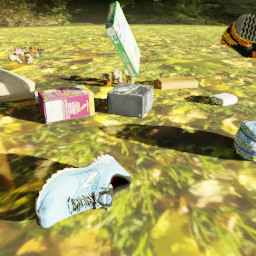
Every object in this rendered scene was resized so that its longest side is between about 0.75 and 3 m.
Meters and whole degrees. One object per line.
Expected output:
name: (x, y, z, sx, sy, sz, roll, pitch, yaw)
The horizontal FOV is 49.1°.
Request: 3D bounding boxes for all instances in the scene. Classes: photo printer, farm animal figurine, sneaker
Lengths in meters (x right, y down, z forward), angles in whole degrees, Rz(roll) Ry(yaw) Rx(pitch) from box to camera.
photo printer: (4.340, -1.298, 12.532, 0.929, 0.323, 0.773, -13, 28, -25)
farm animal figurine: (-0.522, -2.755, 14.966, 1.656, 0.864, 1.638, -4, 26, -9)
sneaker: (-0.869, 1.385, 6.181, 1.123, 0.979, 2.497, 24, 35, 35)
farm animal figurine: (-4.302, -3.012, 11.771, 1.204, 0.628, 1.190, -10, 14, 1)
sneaker: (3.801, -2.296, 7.841, 2.493, 0.872, 1.122, 19, -9, -12)

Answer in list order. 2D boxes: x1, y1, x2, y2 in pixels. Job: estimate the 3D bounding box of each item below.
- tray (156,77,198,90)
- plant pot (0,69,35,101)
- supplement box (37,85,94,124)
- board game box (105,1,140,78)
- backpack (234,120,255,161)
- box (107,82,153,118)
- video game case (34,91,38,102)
tray: (2.580, -2.393, 14.807, 1.986, 0.368, 0.979, -5, 26, -11)
plant pot: (-5.076, -1.821, 12.679, 1.541, 1.443, 1.443, 8, 21, -22)
supplement box: (-2.443, -0.973, 11.063, 1.916, 0.989, 1.254, -12, 28, -24)
board game box: (-0.137, -3.511, 11.356, 0.369, 2.537, 1.707, -12, 49, 19)
backpack: (4.005, 0.356, 8.184, 1.753, 1.348, 1.430, -12, 39, 7)
box: (0.115, -1.186, 11.593, 1.551, 0.961, 1.524, 8, 29, 17)
video game case: (-3.782, -1.542, 13.258, 1.160, 0.140, 1.272, -9, 27, -19)
